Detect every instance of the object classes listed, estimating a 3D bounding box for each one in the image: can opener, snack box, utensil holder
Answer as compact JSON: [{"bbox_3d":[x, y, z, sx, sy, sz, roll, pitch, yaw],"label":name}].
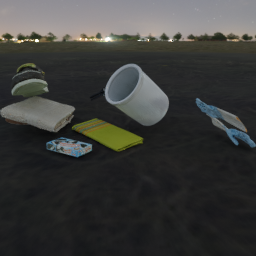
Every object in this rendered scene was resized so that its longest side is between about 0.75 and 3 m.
[{"bbox_3d":[-1.198,-1.425,11.944,0.910,0.358,0.288,-31,62,-8],"label":"can opener"},{"bbox_3d":[-1.490,0.476,7.119,1.000,0.186,0.581,11,17,26],"label":"snack box"},{"bbox_3d":[0.297,-0.915,8.314,1.310,1.310,1.541,22,-10,47],"label":"utensil holder"}]

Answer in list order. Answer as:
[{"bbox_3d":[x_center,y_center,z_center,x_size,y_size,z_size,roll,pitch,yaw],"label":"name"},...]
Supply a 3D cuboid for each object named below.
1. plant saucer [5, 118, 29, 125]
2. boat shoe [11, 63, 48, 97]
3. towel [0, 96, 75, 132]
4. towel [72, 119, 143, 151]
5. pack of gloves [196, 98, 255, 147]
[{"bbox_3d":[-3.432,-0.549,10.111,1.877,0.323,1.877,1,18,0],"label":"plant saucer"},{"bbox_3d":[-3.148,-1.538,8.854,1.061,0.896,2.975,-17,6,-12],"label":"boat shoe"},{"bbox_3d":[-2.683,-0.479,8.820,1.641,0.427,2.476,15,15,1],"label":"towel"},{"bbox_3d":[-0.661,0.186,8.195,0.976,0.205,2.268,-21,29,-36],"label":"towel"},{"bbox_3d":[2.495,-0.071,7.494,1.480,0.348,1.762,40,2,-33],"label":"pack of gloves"}]
